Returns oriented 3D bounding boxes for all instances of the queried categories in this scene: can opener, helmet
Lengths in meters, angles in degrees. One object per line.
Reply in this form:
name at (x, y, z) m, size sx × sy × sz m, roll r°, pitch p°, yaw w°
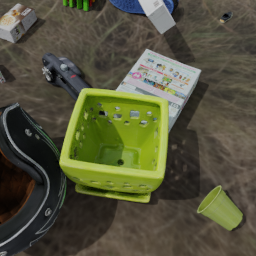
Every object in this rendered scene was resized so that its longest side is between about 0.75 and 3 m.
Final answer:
can opener at (-1.718, -1.414, 8.822) m, size 1.165 × 0.939 × 2.962 m, roll -34°, pitch 62°, yaw -21°
helmet at (-2.736, 1.154, 6.041) m, size 2.984 × 2.845 × 2.984 m, roll -20°, pitch 16°, yaw 6°

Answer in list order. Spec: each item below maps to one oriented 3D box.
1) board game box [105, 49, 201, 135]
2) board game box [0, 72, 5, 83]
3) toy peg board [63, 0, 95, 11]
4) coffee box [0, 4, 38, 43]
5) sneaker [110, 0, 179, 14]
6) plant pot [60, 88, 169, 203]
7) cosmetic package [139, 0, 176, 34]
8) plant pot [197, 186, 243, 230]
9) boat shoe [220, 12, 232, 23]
board game box at (0.791, -1.026, 8.643) m, size 1.965 × 0.856 × 2.664 m, roll 26°, pitch 62°, yaw 15°
board game box at (-4.522, -2.003, 9.400) m, size 0.169 × 0.615 × 0.974 m, roll -38°, pitch 65°, yaw -21°
toy peg board at (-1.994, -5.560, 11.747) m, size 1.450 × 0.709 × 1.444 m, roll 18°, pitch 44°, yaw 10°
coffee box at (-4.264, -4.009, 10.694) m, size 0.842 × 0.587 × 1.473 m, roll 24°, pitch 60°, yaw 14°
sneaker at (0.621, -5.280, 11.360) m, size 2.931 × 1.028 × 1.142 m, roll 22°, pitch 47°, yaw 13°
plant pot at (-0.239, 0.560, 6.883) m, size 2.196 × 1.992 × 2.185 m, roll 7°, pitch 54°, yaw 3°
cosmetic package at (0.652, -4.060, 8.728) m, size 0.583 × 0.951 × 2.304 m, roll -33°, pitch 57°, yaw 21°
plant pot at (2.284, 2.007, 6.800) m, size 0.825 × 0.869 × 0.869 m, roll 42°, pitch 66°, yaw 9°
boat shoe at (3.960, -4.485, 11.214) m, size 0.285 × 0.238 × 0.763 m, roll 37°, pitch 63°, yaw 23°
